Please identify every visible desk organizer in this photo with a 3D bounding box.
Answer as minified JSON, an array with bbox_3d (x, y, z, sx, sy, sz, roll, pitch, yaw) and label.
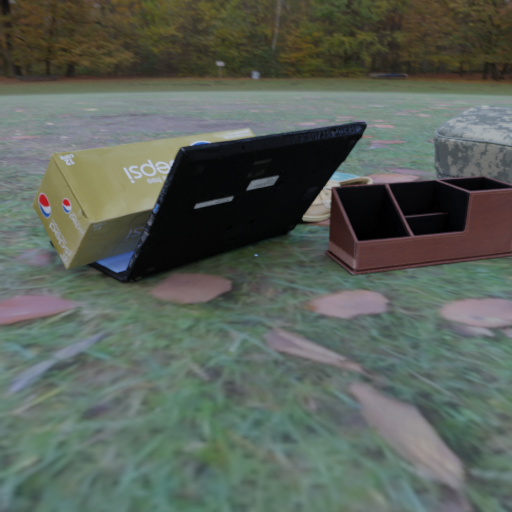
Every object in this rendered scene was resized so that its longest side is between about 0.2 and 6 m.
[{"bbox_3d":[2.732,-0.560,9.164,3.006,1.157,1.078,-6,21,-16],"label":"desk organizer"}]

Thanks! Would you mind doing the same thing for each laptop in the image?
[{"bbox_3d":[-0.915,-1.109,9.216,3.642,4.109,2.122,-19,64,-41],"label":"laptop"}]

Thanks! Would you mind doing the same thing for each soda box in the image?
[{"bbox_3d":[-1.481,-1.075,9.337,3.946,1.336,1.263,-20,71,-42],"label":"soda box"}]

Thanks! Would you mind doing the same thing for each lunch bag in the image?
[{"bbox_3d":[4.660,-1.509,10.459,1.744,2.100,2.503,-30,34,-27],"label":"lunch bag"}]

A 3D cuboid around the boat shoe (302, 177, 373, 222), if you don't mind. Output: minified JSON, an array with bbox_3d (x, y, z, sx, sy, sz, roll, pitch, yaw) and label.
[{"bbox_3d":[1.430,-1.222,11.391,2.272,0.738,0.820,-9,36,-29],"label":"boat shoe"}]

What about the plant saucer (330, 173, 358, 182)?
[{"bbox_3d":[1.536,-1.661,13.397,2.251,0.308,2.251,1,20,0],"label":"plant saucer"}]
